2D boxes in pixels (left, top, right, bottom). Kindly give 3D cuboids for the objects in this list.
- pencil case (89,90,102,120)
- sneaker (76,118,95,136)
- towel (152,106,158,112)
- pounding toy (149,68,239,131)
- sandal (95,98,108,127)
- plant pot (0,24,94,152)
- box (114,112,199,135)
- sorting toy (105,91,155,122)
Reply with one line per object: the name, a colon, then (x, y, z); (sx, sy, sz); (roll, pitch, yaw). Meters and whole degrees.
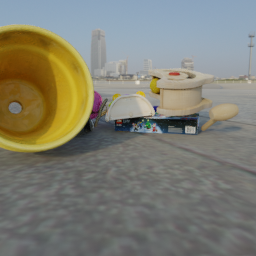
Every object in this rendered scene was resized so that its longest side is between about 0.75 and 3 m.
pencil case: (-1.915, -0.807, 9.202); (2.459, 1.116, 1.152); (9, -9, 41)
sneaker: (-1.229, -0.087, 7.702); (0.671, 0.493, 1.483); (-2, 7, -14)
towel: (1.039, -0.535, 10.329); (1.575, 0.390, 1.163); (-2, -7, -35)
pounding toy: (1.382, -0.641, 7.675); (1.668, 1.673, 2.917); (-10, 22, -19)
sandal: (-0.774, -0.444, 8.500); (0.250, 0.927, 0.372); (20, -4, -2)
plant pot: (-2.133, -0.588, 5.716); (2.268, 2.268, 2.134); (-6, -4, -31)
box: (0.941, -0.192, 8.507); (2.351, 0.443, 1.605); (3, 10, 15)
sorting toy: (-0.088, -0.570, 8.114); (1.354, 0.723, 1.219); (-8, -2, -15)
